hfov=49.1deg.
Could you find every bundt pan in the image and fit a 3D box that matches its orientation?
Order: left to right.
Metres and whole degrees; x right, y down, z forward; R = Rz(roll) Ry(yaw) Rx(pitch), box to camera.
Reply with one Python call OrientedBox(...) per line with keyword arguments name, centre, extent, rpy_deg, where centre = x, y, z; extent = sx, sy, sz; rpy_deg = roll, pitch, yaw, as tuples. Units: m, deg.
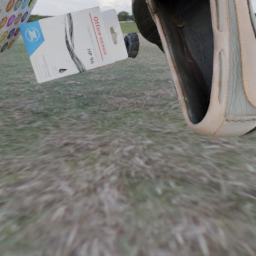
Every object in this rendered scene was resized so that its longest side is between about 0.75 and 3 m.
OrientedBox(name="bundt pan", centre=(0.069, -2.721, 9.219), extent=(0.323, 0.860, 0.860), rpy_deg=(-5, 23, -22))

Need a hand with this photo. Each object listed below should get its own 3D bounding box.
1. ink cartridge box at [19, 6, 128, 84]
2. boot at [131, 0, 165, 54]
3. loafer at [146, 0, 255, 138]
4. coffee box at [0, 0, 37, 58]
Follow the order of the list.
OrientedBox(name="ink cartridge box", centre=(-1.173, -2.005, 6.649), extent=(2.301, 1.335, 0.781), rpy_deg=(-18, 14, -7))
OrientedBox(name="boot", centre=(0.681, -3.510, 8.122), extent=(1.059, 2.180, 2.895), rpy_deg=(-33, -27, 23))
OrientedBox(name="loafer", centre=(0.485, -0.913, 2.103), extent=(0.653, 2.076, 0.746), rpy_deg=(-6, -19, -33))
OrientedBox(name="coffee box", centre=(-3.311, -2.686, 5.766), extent=(1.974, 1.971, 1.953), rpy_deg=(35, 25, -11))
